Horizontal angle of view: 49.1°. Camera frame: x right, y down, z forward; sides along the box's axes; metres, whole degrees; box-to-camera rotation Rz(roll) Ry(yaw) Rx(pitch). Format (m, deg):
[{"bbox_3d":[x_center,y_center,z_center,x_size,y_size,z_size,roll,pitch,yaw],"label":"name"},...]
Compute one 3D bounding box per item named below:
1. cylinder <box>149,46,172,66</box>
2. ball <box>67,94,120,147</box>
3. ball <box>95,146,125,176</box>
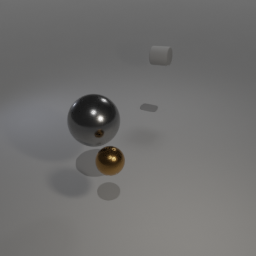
[{"bbox_3d":[1.240,-2.717,10.556,0.700,0.700,0.700,11,31,24],"label":"cylinder"},{"bbox_3d":[-0.904,-0.203,7.443,1.400,1.400,1.400,0,30,0],"label":"ball"},{"bbox_3d":[-0.420,0.773,6.593,0.700,0.700,0.700,0,30,0],"label":"ball"}]
